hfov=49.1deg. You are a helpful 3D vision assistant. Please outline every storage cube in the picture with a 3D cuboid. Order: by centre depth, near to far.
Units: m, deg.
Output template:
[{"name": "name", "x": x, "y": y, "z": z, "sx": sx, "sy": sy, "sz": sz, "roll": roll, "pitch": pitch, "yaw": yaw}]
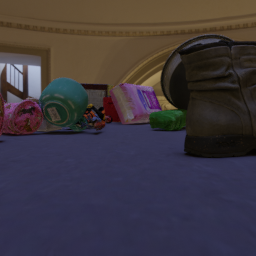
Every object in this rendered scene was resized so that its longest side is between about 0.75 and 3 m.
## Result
[{"name": "storage cube", "x": -0.435, "y": -0.948, "z": 14.351, "sx": 1.413, "sy": 1.270, "sz": 1.208, "roll": -3, "pitch": 4, "yaw": -44}]

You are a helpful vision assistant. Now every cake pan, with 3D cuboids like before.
[{"name": "cake pan", "x": 2.554, "y": -1.587, "z": 9.291, "sx": 2.920, "sy": 2.920, "sz": 0.535, "roll": 0, "pitch": 37, "yaw": -3}]

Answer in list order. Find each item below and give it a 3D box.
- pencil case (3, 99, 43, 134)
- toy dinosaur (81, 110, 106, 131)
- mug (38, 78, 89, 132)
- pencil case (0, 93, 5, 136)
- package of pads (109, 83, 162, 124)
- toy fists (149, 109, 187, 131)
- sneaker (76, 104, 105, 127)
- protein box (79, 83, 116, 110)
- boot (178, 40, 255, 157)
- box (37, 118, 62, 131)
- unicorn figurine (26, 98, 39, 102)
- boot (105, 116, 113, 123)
[{"name": "pencil case", "x": -3.195, "y": -0.323, "z": 7.588, "sx": 2.166, "sy": 0.937, "sz": 0.897, "roll": 6, "pitch": 0, "yaw": 42}, {"name": "toy dinosaur", "x": -0.854, "y": -0.042, "z": 7.634, "sx": 1.045, "sy": 0.549, "sz": 0.949, "roll": 39, "pitch": 12, "yaw": 37}, {"name": "mug", "x": -1.669, "y": -0.568, "z": 7.604, "sx": 1.480, "sy": 1.216, "sz": 0.915, "roll": 28, "pitch": 35, "yaw": -7}, {"name": "pencil case", "x": -3.897, "y": -0.289, "z": 5.354, "sx": 2.888, "sy": 1.250, "sz": 1.196, "roll": 0, "pitch": 33, "yaw": 9}, {"name": "package of pads", "x": 0.459, "y": -1.069, "z": 12.784, "sx": 1.054, "sy": 1.679, "sz": 2.787, "roll": -25, "pitch": -10, "yaw": 29}, {"name": "toy fists", "x": 1.392, "y": -0.268, "z": 9.047, "sx": 0.981, "sy": 0.662, "sz": 1.925, "roll": -6, "pitch": 3, "yaw": 21}, {"name": "sneaker", "x": -1.436, "y": -0.425, "z": 9.449, "sx": 0.625, "sy": 0.804, "sz": 1.787, "roll": 8, "pitch": 5, "yaw": 35}, {"name": "protein box", "x": -1.832, "y": -1.637, "z": 16.825, "sx": 2.764, "sy": 1.865, "sz": 2.744, "roll": 6, "pitch": 5, "yaw": 23}, {"name": "boot", "x": 1.961, "y": -0.479, "z": 4.216, "sx": 2.569, "sy": 1.678, "sz": 0.870, "roll": -2, "pitch": 4, "yaw": -21}, {"name": "box", "x": -2.702, "y": -0.273, "z": 8.608, "sx": 1.035, "sy": 0.680, "sz": 1.040, "roll": 1, "pitch": 4, "yaw": 14}, {"name": "unicorn figurine", "x": -3.643, "y": -0.723, "z": 12.407, "sx": 1.913, "sy": 1.028, "sz": 2.784, "roll": 5, "pitch": -3, "yaw": -36}, {"name": "boot", "x": -1.341, "y": -0.427, "z": 12.649, "sx": 0.985, "sy": 0.495, "sz": 1.366, "roll": 4, "pitch": 2, "yaw": 35}]
